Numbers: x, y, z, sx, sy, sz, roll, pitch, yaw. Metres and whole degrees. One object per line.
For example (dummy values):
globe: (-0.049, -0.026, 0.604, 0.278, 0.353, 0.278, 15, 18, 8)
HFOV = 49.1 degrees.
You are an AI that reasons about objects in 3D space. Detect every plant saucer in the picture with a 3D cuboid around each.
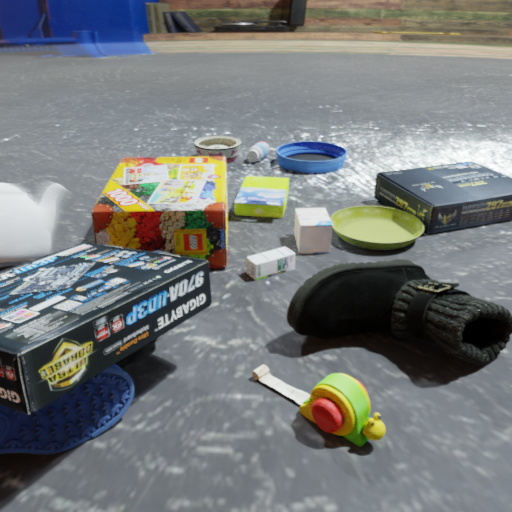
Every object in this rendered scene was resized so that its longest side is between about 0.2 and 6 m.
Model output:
plant saucer: (2.615, -0.589, 12.252, 2.008, 0.312, 2.008, 0, 26, 0)

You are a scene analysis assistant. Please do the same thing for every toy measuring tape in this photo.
toy measuring tape: (0.765, 1.725, 7.264, 2.079, 0.765, 0.765, 24, 35, 38)

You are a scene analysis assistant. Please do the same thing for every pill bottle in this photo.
pill bottle: (0.046, -3.161, 17.117, 0.475, 0.475, 0.874, 10, 28, 20)

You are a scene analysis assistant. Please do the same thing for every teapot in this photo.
teapot: (-4.874, -0.658, 10.110, 2.183, 1.615, 2.212, -5, 3, 7)

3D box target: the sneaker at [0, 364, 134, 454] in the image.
sneaker: (-3.178, 1.786, 6.658, 3.258, 1.143, 1.269, -10, 23, -32)

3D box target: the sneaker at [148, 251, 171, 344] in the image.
sneaker: (-1.721, 0.598, 9.362, 1.524, 0.802, 2.110, -23, 34, -33)

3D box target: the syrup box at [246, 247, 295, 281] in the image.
syrup box: (0.287, 0.143, 10.749, 0.911, 0.359, 0.371, -14, 30, -27)

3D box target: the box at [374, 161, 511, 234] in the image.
box: (4.735, -1.491, 13.506, 2.984, 0.761, 2.353, -10, 30, -17)

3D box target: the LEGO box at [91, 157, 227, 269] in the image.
LEGO box: (-1.865, -1.025, 11.997, 2.501, 1.296, 3.358, -1, 27, -3)

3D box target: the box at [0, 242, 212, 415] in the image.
box: (-2.454, 0.664, 7.174, 2.491, 0.721, 3.134, 7, 21, 30)

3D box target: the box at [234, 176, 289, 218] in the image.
box: (0.160, -1.439, 13.740, 1.183, 0.462, 1.940, 3, 27, 6)

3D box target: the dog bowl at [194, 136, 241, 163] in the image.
dog bowl: (-1.182, -3.244, 17.223, 1.445, 0.533, 1.445, 1, 27, 0)

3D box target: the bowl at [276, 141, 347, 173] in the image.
bowl: (1.654, -2.962, 16.797, 2.110, 0.414, 2.110, 0, 27, 0)

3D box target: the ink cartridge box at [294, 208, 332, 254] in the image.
ink cartridge box: (1.181, -0.566, 11.816, 0.672, 0.654, 1.045, -1, 27, -2)

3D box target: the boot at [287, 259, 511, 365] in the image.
boot: (2.152, 0.922, 8.402, 2.897, 1.090, 2.166, -13, 30, -25)
